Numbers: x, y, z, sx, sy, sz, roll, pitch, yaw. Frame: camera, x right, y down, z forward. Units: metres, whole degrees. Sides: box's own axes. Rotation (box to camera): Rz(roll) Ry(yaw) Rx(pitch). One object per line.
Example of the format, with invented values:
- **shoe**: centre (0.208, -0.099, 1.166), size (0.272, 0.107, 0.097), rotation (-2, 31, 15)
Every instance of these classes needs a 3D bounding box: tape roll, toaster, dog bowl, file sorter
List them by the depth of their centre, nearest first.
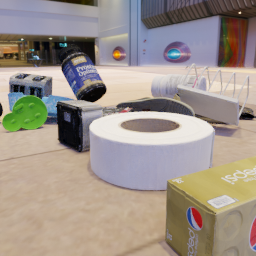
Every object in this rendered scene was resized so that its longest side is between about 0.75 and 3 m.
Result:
- **tape roll**: centre (0.514, 0.369, 6.502), size (2.802, 0.980, 2.802), rotation (0, 15, 0)
- **toaster**: centre (-1.323, -0.100, 7.688), size (0.814, 1.241, 1.372), rotation (-13, 20, -40)
- **file sorter**: centre (2.956, -1.200, 9.556), size (2.023, 1.260, 1.404), rotation (21, -19, 30)
- **dog bowl**: centre (-3.263, -0.831, 10.650), size (2.620, 0.650, 1.461), rotation (5, -5, 3)
- **toaster**: centre (-4.159, -1.437, 12.031), size (1.595, 1.764, 1.047), rotation (9, 18, 3)

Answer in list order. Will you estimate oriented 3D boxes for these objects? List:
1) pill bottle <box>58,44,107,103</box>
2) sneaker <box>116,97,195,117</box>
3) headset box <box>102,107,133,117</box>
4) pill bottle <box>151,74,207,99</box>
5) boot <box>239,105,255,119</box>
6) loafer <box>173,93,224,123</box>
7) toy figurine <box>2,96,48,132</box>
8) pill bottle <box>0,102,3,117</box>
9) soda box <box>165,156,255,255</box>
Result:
- **pill bottle**: centre (-1.907, -2.187, 11.329), size (1.284, 2.295, 1.284), rotation (-28, -15, -8)
- **sneaker**: centre (1.120, -0.720, 10.155), size (2.935, 1.098, 1.559), rotation (7, 19, 29)
- **headset box**: centre (-0.751, -0.208, 9.016), size (1.936, 0.748, 1.441), rotation (4, 16, 11)
- **pill bottle**: centre (2.539, -1.976, 14.126), size (2.525, 1.431, 1.431), rotation (10, 19, 32)
- **boot**: centre (4.486, -0.643, 11.215), size (1.225, 0.424, 1.066), rotation (9, 17, 22)
- **loafer**: centre (2.841, -0.807, 10.827), size (2.768, 0.933, 1.052), rotation (9, 18, 28)
- **toy figurine**: centre (-3.731, -0.423, 9.950), size (1.530, 1.149, 1.409), rotation (-35, 15, -22)
- **pill bottle**: centre (-5.342, -0.537, 9.689), size (1.013, 1.013, 1.810), rotation (8, 18, 27)
- **soda box**: centre (1.956, 1.039, 4.068), size (2.863, 0.970, 0.917), rotation (-9, 18, -27)
